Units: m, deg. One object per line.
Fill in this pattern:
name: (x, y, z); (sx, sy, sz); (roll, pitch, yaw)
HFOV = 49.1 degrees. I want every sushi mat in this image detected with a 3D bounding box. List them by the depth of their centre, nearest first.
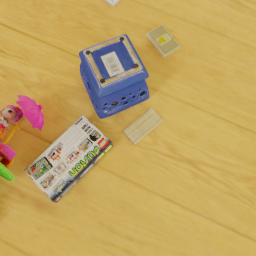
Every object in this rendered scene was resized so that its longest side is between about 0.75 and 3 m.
sushi mat: (0.546, -0.086, 10.332); (1.474, 0.089, 0.705); (-39, 78, -12)

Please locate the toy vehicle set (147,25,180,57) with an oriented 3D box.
toy vehicle set: (1.426, -3.554, 11.391); (0.778, 0.166, 1.253); (-32, 75, -10)

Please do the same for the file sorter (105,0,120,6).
file sorter: (-0.868, -6.421, 11.794); (1.853, 1.154, 1.285); (43, 77, 13)

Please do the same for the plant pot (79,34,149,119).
plant pot: (-0.503, -1.893, 9.944); (2.148, 1.931, 2.148); (-23, 73, -8)

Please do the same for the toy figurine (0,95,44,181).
toy figurine: (-4.200, 0.011, 9.683); (2.893, 2.172, 2.663); (15, 57, 30)

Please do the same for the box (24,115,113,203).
box: (-2.027, 1.040, 9.759); (1.533, 0.484, 2.786); (43, 77, 12)
